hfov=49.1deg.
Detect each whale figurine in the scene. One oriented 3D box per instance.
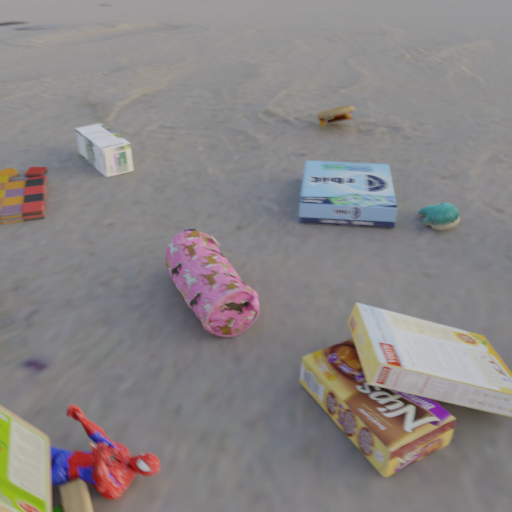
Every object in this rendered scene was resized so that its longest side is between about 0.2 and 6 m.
[{"bbox_3d":[3.338,-0.800,10.297,0.675,0.441,0.849,-23,28,-9],"label":"whale figurine"}]

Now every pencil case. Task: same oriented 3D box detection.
[{"bbox_3d":[-0.672,0.359,8.142,0.820,0.857,1.981,18,20,-35],"label":"pencil case"}]

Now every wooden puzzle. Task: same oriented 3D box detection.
[{"bbox_3d":[-5.151,-1.132,11.067,1.889,0.224,3.185,-9,33,-14],"label":"wooden puzzle"}]

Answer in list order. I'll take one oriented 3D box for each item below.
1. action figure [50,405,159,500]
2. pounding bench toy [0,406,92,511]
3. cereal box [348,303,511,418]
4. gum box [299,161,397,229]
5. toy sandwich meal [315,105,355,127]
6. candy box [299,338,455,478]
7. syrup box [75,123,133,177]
[{"bbox_3d":[-2.023,1.910,5.497,2.107,1.043,0.688,1,32,-3],"label":"action figure"},{"bbox_3d":[-2.495,2.286,4.875,1.395,1.788,1.111,-37,35,2],"label":"pounding bench toy"},{"bbox_3d":[2.068,1.199,6.606,1.817,0.359,1.307,15,24,-8],"label":"cereal box"},{"bbox_3d":[1.783,-1.260,11.046,1.756,0.460,2.067,4,33,7],"label":"gum box"},{"bbox_3d":[2.090,-3.648,14.709,1.161,0.398,1.161,-13,18,4],"label":"toy sandwich meal"},{"bbox_3d":[1.317,1.639,6.396,0.934,0.452,1.601,-14,34,-26],"label":"candy box"},{"bbox_3d":[-3.465,-2.426,12.735,0.684,0.661,1.680,-21,38,-30],"label":"syrup box"}]
